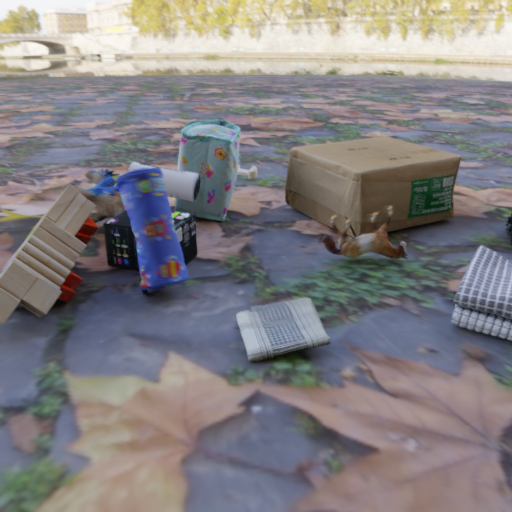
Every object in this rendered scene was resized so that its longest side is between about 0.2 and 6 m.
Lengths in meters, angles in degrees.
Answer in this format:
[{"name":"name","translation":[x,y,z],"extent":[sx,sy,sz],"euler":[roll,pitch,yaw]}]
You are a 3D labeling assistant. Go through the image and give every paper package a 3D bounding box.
[{"name":"paper package","translation":[2.876,-1.819,14.059],"extent":[3.214,1.663,3.064],"euler":[-12,26,-27]}]

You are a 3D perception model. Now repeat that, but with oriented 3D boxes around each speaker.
[{"name":"speaker","translation":[-2.099,-1.686,12.805],"extent":[1.597,0.649,0.649],"euler":[11,25,7]}]

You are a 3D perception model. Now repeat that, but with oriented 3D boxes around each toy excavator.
[{"name":"toy excavator","translation":[-0.727,-2.827,17.798],"extent":[1.431,0.735,1.472],"euler":[-4,36,-4]}]

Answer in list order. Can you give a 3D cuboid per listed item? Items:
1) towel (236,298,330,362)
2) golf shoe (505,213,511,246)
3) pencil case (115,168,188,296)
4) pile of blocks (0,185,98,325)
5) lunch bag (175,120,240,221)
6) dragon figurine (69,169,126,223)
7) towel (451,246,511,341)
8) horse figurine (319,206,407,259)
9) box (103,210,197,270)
[{"name":"towel","translation":[0.390,1.097,8.837],"extent":[1.303,0.234,1.354],"euler":[-12,26,-5]},{"name":"golf shoe","translation":[6.338,-0.655,12.442],"extent":[1.261,1.037,2.668],"euler":[17,33,10]},{"name":"pencil case","translation":[-1.887,-0.458,10.160],"extent":[0.872,2.235,0.970],"euler":[-14,2,-20]},{"name":"pile of blocks","translation":[-3.848,0.232,10.337],"extent":[1.216,1.607,3.914],"euler":[39,26,-20]},{"name":"lunch bag","translation":[-1.231,-2.338,14.573],"extent":[1.559,2.178,2.557],"euler":[8,23,0]},{"name":"dragon figurine","translation":[-3.028,-1.313,13.448],"extent":[4.080,1.201,2.028],"euler":[11,26,25]},{"name":"towel","translation":[4.291,0.631,9.358],"extent":[1.691,0.874,2.043],"euler":[12,26,25]},{"name":"horse figurine","translation":[2.174,-0.351,11.485],"extent":[1.770,1.173,0.442],"euler":[-11,34,4]},{"name":"box","translation":[-2.142,-0.335,11.473],"extent":[1.552,0.964,1.152],"euler":[7,23,17]}]
